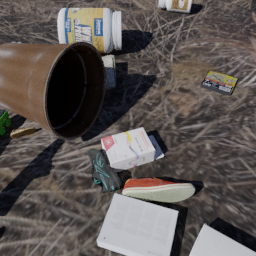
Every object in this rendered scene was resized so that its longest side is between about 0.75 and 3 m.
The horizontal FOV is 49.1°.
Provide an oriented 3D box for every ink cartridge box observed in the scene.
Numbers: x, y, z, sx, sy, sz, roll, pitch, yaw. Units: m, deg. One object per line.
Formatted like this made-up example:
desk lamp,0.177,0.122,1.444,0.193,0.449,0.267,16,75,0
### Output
ink cartridge box,0.162,0.612,8.565,1.734,0.585,1.010,-16,50,-13

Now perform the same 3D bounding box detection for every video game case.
video game case,3.578,-1.788,11.003,1.179,0.150,1.066,22,52,19

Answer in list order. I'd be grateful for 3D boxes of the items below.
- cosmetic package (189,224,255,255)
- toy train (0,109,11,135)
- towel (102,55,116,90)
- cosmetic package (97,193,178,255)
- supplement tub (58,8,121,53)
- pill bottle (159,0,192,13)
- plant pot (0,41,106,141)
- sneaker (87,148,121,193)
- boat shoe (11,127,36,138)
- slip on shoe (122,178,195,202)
cosmetic package,2.258,3.027,6.340,1.594,0.676,0.858,26,54,22
toy train,-4.435,0.375,8.691,0.518,0.700,2.483,12,49,6
towel,-1.380,-2.070,10.828,1.853,0.332,1.925,-13,50,8
cosmetic package,0.269,2.501,6.966,1.734,0.448,1.307,14,48,11
supplement tub,-1.553,-4.142,11.966,2.548,1.843,1.843,-1,48,0
pill bottle,2.508,-6.672,14.806,1.695,0.969,0.969,9,49,8
plant pot,-2.745,-1.426,9.010,2.969,2.999,2.999,16,50,23
sneaker,-0.829,1.193,8.052,0.619,0.589,1.562,-28,54,-20
boat shoe,-3.466,0.085,9.246,0.816,0.294,0.294,-19,52,-8
slip on shoe,0.830,1.625,7.623,1.960,0.726,0.600,-2,44,4
